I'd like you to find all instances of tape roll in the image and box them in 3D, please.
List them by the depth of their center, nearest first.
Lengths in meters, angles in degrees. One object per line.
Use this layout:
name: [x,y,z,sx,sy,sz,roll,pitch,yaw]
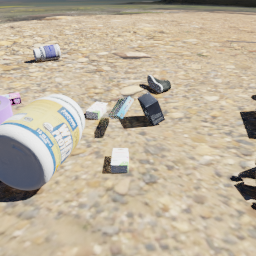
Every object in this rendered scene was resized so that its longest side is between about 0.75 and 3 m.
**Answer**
tape roll: [-5.444,-0.593,10.589,1.944,0.638,1.944,0,31,0]

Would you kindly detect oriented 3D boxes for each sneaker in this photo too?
sneaker: [1.513,-2.157,13.483,0.751,0.536,1.515,-12,37,-24]

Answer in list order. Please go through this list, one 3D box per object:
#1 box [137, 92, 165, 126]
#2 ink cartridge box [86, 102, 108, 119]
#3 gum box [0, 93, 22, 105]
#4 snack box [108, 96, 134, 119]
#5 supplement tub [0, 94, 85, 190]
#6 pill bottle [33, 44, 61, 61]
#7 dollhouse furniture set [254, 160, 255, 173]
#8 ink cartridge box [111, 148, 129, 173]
box: [0.858,-0.715,10.424,0.534,0.910,0.895,-28,33,-5]
ink cartridge box: [-1.213,-0.702,11.099,0.546,0.314,0.932,11,32,18]
gum box: [-5.102,-1.197,11.956,0.972,0.322,0.552,-14,32,-22]
snack box: [-0.281,-0.695,9.945,0.248,0.777,1.338,35,-9,-15]
supplement tub: [-2.444,0.262,7.850,1.876,1.876,2.593,8,31,13]
pill bottle: [-5.059,-4.671,17.437,1.521,0.911,0.911,-17,34,-27]
dollhouse furniture set: [4.121,1.472,7.354,1.533,0.878,1.798,7,54,13]
ink cartridge box: [-0.233,0.941,8.251,0.507,0.291,0.865,1,30,1]
